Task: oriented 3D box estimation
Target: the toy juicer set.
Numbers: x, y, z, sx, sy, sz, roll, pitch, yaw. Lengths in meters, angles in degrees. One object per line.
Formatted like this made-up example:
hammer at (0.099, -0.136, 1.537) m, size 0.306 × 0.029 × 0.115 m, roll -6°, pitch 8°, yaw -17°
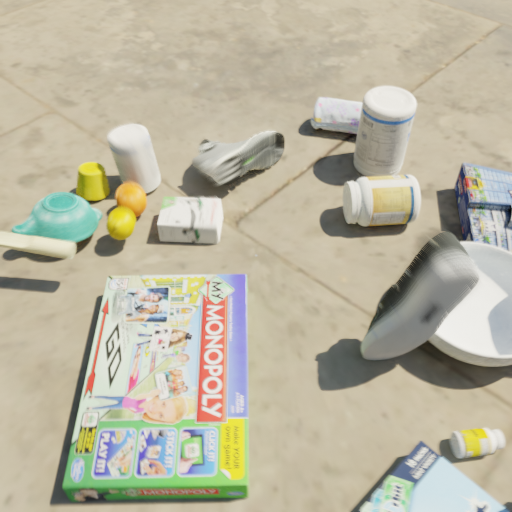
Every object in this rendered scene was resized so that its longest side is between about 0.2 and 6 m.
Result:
toy juicer set at (-3.199, -0.523, 9.999) m, size 1.942 × 0.831 × 3.052 m, roll 23°, pitch 40°, yaw 16°

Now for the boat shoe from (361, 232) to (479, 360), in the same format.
boat shoe at (2.192, 0.652, 7.846) m, size 0.852 × 2.483 × 0.703 m, roll 6°, pitch 51°, yaw -19°

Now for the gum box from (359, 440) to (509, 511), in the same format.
gum box at (2.242, 3.565, 6.498) m, size 1.841 × 0.483 × 2.167 m, roll -36°, pitch 57°, yaw -28°

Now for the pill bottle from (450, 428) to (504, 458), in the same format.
pill bottle at (2.983, 2.511, 7.552) m, size 0.630 × 0.351 × 0.351 m, roll -5°, pitch 48°, yaw -6°

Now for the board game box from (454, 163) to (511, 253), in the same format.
board game box at (4.945, -0.684, 10.231) m, size 2.240 × 0.691 × 2.242 m, roll 5°, pitch 48°, yaw 5°

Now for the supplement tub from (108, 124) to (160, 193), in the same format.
supplement tub at (-2.366, -1.883, 10.931) m, size 0.778 × 1.179 × 0.778 m, roll -4°, pitch 42°, yaw 4°

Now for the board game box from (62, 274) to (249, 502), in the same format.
board game box at (-1.263, 1.718, 8.177) m, size 2.312 × 0.500 × 3.436 m, roll -1°, pitch 47°, yaw 0°

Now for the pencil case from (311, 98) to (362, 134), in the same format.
pencil case at (2.073, -3.025, 12.381) m, size 1.657 × 0.689 × 0.752 m, roll 14°, pitch 77°, yaw 12°

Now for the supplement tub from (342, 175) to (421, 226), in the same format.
supplement tub at (2.304, -1.020, 10.388) m, size 1.257 × 0.909 × 0.909 m, roll -3°, pitch 48°, yaw -3°

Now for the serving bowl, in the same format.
serving bowl at (3.455, 0.834, 8.810) m, size 2.265 × 0.745 × 2.265 m, roll 0°, pitch 47°, yaw 0°

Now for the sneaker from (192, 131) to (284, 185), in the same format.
sneaker at (-0.445, -2.188, 11.444) m, size 1.231 × 0.800 × 2.132 m, roll 26°, pitch 38°, yaw 31°

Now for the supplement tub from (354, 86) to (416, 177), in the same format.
supplement tub at (2.556, -2.464, 11.249) m, size 1.048 × 1.589 × 1.048 m, roll 0°, pitch 48°, yaw 0°

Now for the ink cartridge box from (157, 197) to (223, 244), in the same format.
ink cartridge box at (-1.202, -0.669, 10.370) m, size 1.099 × 0.463 × 0.803 m, roll 1°, pitch 47°, yaw 2°
